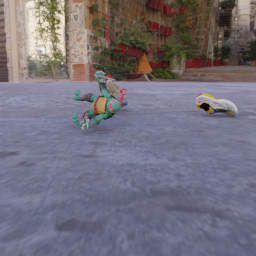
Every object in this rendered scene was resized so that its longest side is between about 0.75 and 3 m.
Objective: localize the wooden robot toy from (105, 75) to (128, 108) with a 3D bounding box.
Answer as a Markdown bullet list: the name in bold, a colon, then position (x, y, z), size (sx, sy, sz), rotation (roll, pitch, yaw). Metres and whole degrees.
- **wooden robot toy**: position (-0.905, -1.293, 11.592), size (1.313, 1.275, 2.893), rotation (-29, -5, 6)

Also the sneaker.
- **sneaker**: position (3.463, -0.776, 11.025), size (1.684, 0.655, 0.692), rotation (18, 56, 13)

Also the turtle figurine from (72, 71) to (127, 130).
- **turtle figurine**: position (-0.911, -0.672, 8.309), size (1.148, 1.706, 2.279), rotation (26, -15, -32)
